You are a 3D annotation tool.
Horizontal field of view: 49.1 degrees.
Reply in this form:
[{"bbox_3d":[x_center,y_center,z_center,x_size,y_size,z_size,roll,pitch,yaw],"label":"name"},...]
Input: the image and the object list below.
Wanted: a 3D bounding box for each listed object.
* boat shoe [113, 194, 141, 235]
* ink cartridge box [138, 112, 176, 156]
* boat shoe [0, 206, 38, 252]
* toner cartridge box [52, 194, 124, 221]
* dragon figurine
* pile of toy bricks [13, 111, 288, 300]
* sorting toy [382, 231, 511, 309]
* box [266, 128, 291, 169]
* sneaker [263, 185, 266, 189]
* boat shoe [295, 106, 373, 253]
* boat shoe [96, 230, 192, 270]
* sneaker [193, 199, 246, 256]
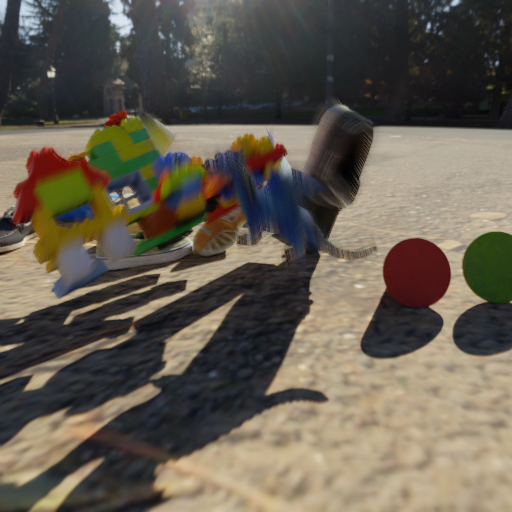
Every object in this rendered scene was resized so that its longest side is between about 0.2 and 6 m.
[{"bbox_3d":[-2.497,-0.921,12.870,1.049,0.987,2.754,16,20,10],"label":"boat shoe"},{"bbox_3d":[-2.155,-2.230,11.020,0.899,0.909,0.214,37,4,20],"label":"ink cartridge box"},{"bbox_3d":[-5.337,-0.706,12.178,0.967,0.834,2.661,3,17,10],"label":"boat shoe"},{"bbox_3d":[-4.327,-1.276,14.631,2.365,0.510,1.123,0,17,1],"label":"toner cartridge box"},{"bbox_3d":[0.395,-0.699,7.888,2.636,1.310,0.776,21,42,23],"label":"dragon figurine"},{"bbox_3d":[-1.956,-1.314,9.342,4.688,2.314,2.601,-31,1,-36],"label":"pile of toy bricks"},{"bbox_3d":[3.538,0.250,9.275,3.296,1.143,1.135,-4,-6,-6],"label":"sorting toy"},{"bbox_3d":[0.535,-1.725,11.627,0.402,1.686,1.028,-29,39,10],"label":"box"},{"bbox_3d":[1.157,-1.619,14.963,2.042,0.976,0.810,0,17,0],"label":"sneaker"},{"bbox_3d":[1.449,-1.327,10.860,1.064,2.963,1.002,-2,28,-37],"label":"boat shoe"},{"bbox_3d":[-2.119,-0.191,10.839,2.010,0.623,0.724,-13,21,-37],"label":"boat shoe"},{"bbox_3d":[-0.779,-0.466,11.890,0.741,0.859,1.960,44,43,-2],"label":"sneaker"}]
